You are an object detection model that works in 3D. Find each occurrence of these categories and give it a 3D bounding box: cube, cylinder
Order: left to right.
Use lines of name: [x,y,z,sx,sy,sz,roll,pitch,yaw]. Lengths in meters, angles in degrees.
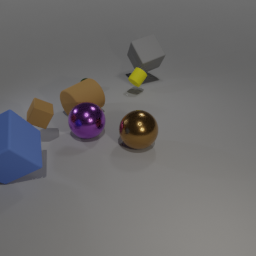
cube: [-3.544,0.587,8.232,1.400,1.400,1.400,-24,54,11]
cube: [-3.077,-0.512,9.794,0.700,0.700,0.700,21,26,-30]
cylinder: [-1.935,-1.224,11.958,1.400,1.400,1.400,26,46,37]
cylinder: [0.480,-2.523,13.955,0.700,0.700,0.700,29,81,40]
cube: [0.955,-3.946,15.099,1.400,1.400,1.400,-24,80,-14]

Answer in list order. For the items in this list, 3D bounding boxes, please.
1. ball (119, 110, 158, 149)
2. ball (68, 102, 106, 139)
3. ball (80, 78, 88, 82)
ball: [0.378,0.059,9.943,1.400,1.400,1.400,0,30,0]
ball: [-1.546,-0.283,10.557,1.400,1.400,1.400,0,30,0]
ball: [-2.121,-2.194,14.270,0.700,0.700,0.700,0,30,0]
